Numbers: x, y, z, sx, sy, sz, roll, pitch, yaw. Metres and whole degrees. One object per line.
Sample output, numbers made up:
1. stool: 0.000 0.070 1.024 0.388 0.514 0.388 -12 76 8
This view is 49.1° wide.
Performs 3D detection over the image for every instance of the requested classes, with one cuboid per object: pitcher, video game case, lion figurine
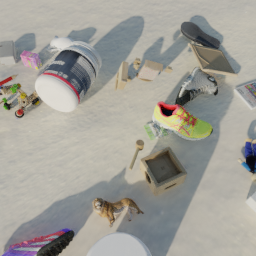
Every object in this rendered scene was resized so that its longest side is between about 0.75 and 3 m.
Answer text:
1. pitcher: -3.267 -4.004 13.720 1.248 0.757 1.071 20 60 24
2. video game case: 5.480 -1.435 12.258 1.146 0.144 1.257 -20 56 -13
3. lion figurine: -0.336 2.632 9.244 1.583 0.574 0.970 -7 46 -22

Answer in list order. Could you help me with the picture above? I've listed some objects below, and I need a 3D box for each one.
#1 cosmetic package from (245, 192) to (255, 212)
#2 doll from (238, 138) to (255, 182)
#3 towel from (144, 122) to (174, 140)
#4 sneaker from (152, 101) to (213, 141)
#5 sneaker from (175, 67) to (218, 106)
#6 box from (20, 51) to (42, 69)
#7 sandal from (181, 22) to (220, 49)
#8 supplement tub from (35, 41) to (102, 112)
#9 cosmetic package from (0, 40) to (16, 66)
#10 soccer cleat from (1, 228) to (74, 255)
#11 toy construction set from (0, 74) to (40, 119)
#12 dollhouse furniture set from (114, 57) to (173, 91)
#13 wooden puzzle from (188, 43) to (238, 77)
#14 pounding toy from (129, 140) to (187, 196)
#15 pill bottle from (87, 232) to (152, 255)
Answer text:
1. cosmetic package: 4.732 2.695 9.119 0.771 0.541 1.519 -31 61 -20
2. doll: 4.576 1.199 10.254 1.117 0.397 1.637 7 61 -4
3. towel: 1.239 0.022 11.227 1.038 0.159 0.774 -19 56 -13
4. sneaker: 2.032 -0.325 10.632 2.429 1.097 0.949 19 56 18
5. sneaker: 3.065 -1.609 11.929 1.419 0.922 2.458 27 58 15
6. box: -4.544 -3.190 13.155 0.762 0.670 0.368 15 56 10
7. sandal: 3.598 -4.617 14.347 2.304 0.493 0.876 41 71 14
8. supplement tub: -2.405 -2.162 11.689 1.866 1.866 2.660 19 57 13
9. cosmetic package: -5.816 -3.633 13.553 0.662 0.559 1.240 -11 53 -12
10. soccer cleat: -2.916 3.641 8.281 2.703 0.922 0.989 -30 56 -17
11. toy construction set: -4.370 -1.462 11.362 1.550 1.859 1.428 40 59 15
12. dollhouse furniture set: 0.605 -2.006 12.040 2.055 1.753 1.003 11 67 -14
13. wooden puzzle: 3.888 -3.116 13.015 1.942 0.391 2.099 4 48 -24
14. pounding toy: 0.803 1.339 9.865 1.676 0.873 1.907 -22 58 -15
15. pill bottle: -0.213 3.635 7.007 1.744 2.917 1.744 0 55 0
